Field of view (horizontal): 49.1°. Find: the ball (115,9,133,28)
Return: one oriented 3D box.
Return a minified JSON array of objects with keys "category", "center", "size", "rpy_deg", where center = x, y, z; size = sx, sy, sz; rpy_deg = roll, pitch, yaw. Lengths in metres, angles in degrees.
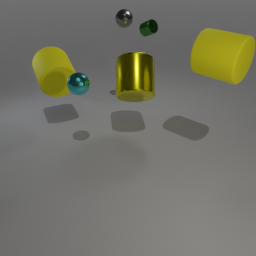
[{"category":"ball","center":[-0.154,-4.387,11.223],"size":[0.700,0.700,0.700],"rpy_deg":[0,29,0]}]

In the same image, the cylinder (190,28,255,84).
[{"category":"cylinder","center":[2.832,-2.170,8.432],"size":[1.400,1.400,1.400],"rpy_deg":[26,38,34]}]

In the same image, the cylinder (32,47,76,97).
[{"category":"cylinder","center":[-2.786,-2.132,10.642],"size":[1.400,1.400,1.400],"rpy_deg":[-13,49,-21]}]

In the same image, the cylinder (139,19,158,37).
[{"category":"cylinder","center":[1.058,-5.103,14.299],"size":[0.700,0.700,0.700],"rpy_deg":[-22,14,-34]}]

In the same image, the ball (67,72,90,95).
[{"category":"ball","center":[-1.525,-1.353,8.608],"size":[0.700,0.700,0.700],"rpy_deg":[0,29,0]}]

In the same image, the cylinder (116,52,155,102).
[{"category":"cylinder","center":[0.261,-1.772,9.998],"size":[1.400,1.400,1.400],"rpy_deg":[0,-10,0]}]
